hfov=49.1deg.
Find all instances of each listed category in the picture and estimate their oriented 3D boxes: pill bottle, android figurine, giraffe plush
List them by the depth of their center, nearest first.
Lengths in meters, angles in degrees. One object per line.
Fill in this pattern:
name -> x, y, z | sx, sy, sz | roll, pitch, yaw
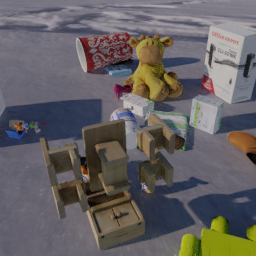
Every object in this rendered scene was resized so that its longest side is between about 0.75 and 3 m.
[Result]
android figurine -> 2.007, 2.705, 5.127 | 2.203, 0.497, 2.420 | 11, 32, 17
pill bottle -> -0.057, 0.025, 8.986 | 0.836, 0.836, 1.492 | -6, 31, -10
giraffe plush -> 1.053, -2.742, 12.034 | 2.439, 2.293, 2.827 | -12, 34, -18

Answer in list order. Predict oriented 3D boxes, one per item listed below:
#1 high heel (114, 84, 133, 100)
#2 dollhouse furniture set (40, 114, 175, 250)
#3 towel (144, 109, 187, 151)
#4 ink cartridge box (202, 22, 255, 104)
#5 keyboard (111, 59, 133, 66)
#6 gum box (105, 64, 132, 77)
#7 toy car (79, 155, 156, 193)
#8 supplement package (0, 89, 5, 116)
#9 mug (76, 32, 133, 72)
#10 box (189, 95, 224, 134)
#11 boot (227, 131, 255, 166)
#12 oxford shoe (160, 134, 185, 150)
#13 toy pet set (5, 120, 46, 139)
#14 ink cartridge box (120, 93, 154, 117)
high heel -> -0.158, -1.805, 12.031 | 0.507, 0.722, 1.505 | 19, 37, 27
dollhouse furniture set -> -0.475, 0.912, 5.930 | 2.280, 2.601, 1.728 | -13, 34, -17
towel -> 1.260, 0.003, 9.562 | 1.504, 0.309, 2.016 | 5, 33, 10
ink cartridge box -> 4.237, -2.711, 11.544 | 1.156, 2.760, 1.992 | -13, 35, -20
keyboard -> -0.863, -4.070, 16.024 | 2.507, 0.322, 1.505 | 27, 41, 34
gum box -> -0.494, -2.928, 14.261 | 1.082, 0.241, 0.919 | -13, 35, -21
toy car -> -0.435, 1.273, 7.129 | 2.193, 0.730, 1.076 | 17, 14, 29
supplement package -> -5.394, -0.648, 9.401 | 1.508, 1.566, 2.753 | -4, 34, -5
mug -> -1.276, -4.117, 14.544 | 2.556, 1.705, 2.269 | -17, 33, -15
box -> 2.674, -0.467, 9.591 | 0.939, 1.065, 0.515 | 23, 39, 34
boot -> 3.523, 0.605, 8.132 | 1.554, 0.573, 1.202 | 24, 25, 27
oxford shoe -> 0.770, 0.198, 6.149 | 0.404, 0.404, 1.132 | 29, -11, -23
toy pet set -> -3.424, 0.101, 9.115 | 1.045, 0.594, 1.119 | 9, 6, 14
ink cartridge box -> 0.321, -0.922, 10.920 | 1.222, 0.411, 0.716 | 26, 40, 35
